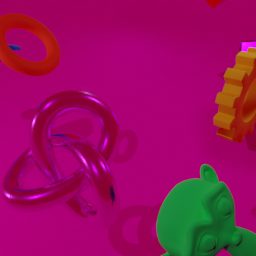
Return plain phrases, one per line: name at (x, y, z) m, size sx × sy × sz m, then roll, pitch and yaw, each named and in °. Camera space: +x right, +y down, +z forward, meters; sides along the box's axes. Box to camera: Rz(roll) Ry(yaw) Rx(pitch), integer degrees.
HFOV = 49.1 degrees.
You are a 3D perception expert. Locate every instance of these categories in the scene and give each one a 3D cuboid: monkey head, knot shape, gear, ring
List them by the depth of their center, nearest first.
monkey head at (0.788, 0.992, 2.809) m, size 0.942 × 0.789 × 1.309 m, roll 34°, pitch 72°, yaw -6°
knot shape at (-0.930, 0.514, 3.766) m, size 1.715 × 0.847 × 1.833 m, roll -15°, pitch 79°, yaw 16°
gear at (1.600, -0.426, 3.809) m, size 0.233 × 1.258 × 1.258 m, roll 24°, pitch 47°, yaw 39°
ring at (-1.853, -1.533, 5.150) m, size 1.297 × 0.259 × 1.297 m, roll 21°, pitch 54°, yaw -32°
monkey head at (-3.360, -1.773, 5.959) m, size 1.381 × 1.157 × 1.919 m, roll 23°, pitch 3°, yaw 36°

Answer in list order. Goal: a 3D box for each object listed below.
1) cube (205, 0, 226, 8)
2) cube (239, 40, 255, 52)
cube at (2.483, -4.142, 7.411) m, size 1.102 × 1.102 × 1.102 m, roll -37°, pitch 82°, yaw -18°
cube at (3.296, -1.162, 6.521) m, size 1.368 × 1.368 × 1.368 m, roll 5°, pitch -3°, yaw 24°
